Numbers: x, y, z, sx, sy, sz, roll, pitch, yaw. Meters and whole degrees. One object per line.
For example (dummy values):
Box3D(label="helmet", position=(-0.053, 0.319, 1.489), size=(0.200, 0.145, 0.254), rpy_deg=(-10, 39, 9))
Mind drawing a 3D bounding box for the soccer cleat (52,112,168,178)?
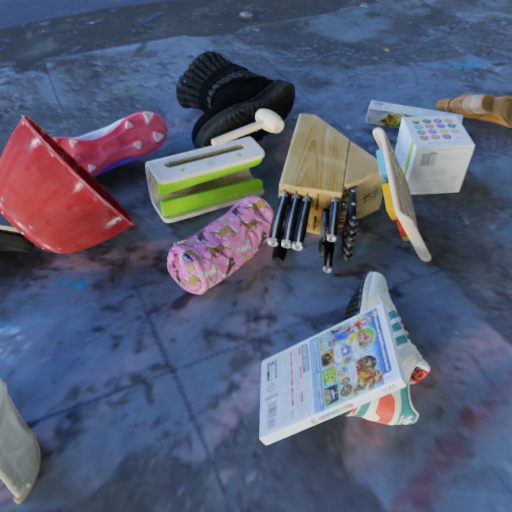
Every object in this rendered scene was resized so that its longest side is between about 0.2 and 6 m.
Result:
Box3D(label="soccer cleat", position=(-3.473, -2.202, 12.052), size=(3.323, 1.108, 1.270), rpy_deg=(-24, 5, -10))

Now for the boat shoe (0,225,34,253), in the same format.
Box3D(label="boat shoe", position=(-5.367, -0.189, 9.987), size=(2.763, 1.011, 0.866), rpy_deg=(2, 80, -12))

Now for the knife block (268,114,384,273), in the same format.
Box3D(label="knife block", position=(0.867, -1.219, 10.806), size=(2.968, 1.082, 3.381), rpy_deg=(-24, 50, -24))

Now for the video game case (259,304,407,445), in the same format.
Box3D(label="video game case", position=(0.928, 1.551, 7.453), size=(2.012, 0.181, 1.441), rpy_deg=(-30, 27, 19))

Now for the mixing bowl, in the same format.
Box3D(label="mixing bowl", position=(-3.585, -1.006, 9.937), size=(1.441, 2.661, 2.661), rpy_deg=(-45, 55, -3))

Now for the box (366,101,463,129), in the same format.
Box3D(label="box", position=(3.767, -3.275, 13.412), size=(2.203, 0.426, 0.457), rpy_deg=(13, 46, 13))

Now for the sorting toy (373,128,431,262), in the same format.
Box3D(label="sorting toy", position=(2.532, -1.037, 9.954), size=(0.361, 1.831, 1.978), rpy_deg=(-19, 59, 20))

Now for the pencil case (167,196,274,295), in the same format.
Box3D(label="pencil case", position=(-0.556, -0.238, 9.945), size=(0.890, 0.931, 2.151), rpy_deg=(21, 45, 37))

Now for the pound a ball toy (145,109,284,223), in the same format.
Box3D(label="pound a ball toy", position=(-0.838, -1.918, 11.084), size=(2.613, 1.704, 1.110), rpy_deg=(-19, 45, -20))

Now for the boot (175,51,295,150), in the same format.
Box3D(label="boot", position=(-0.998, -3.484, 12.980), size=(2.590, 1.303, 3.464), rpy_deg=(29, 44, 21))

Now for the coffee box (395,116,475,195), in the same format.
Box3D(label="coffee box", position=(3.634, -2.109, 11.667), size=(1.181, 1.183, 1.170), rpy_deg=(-2, 44, -3))

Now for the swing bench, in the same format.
Box3D(label="swing bench", position=(-3.573, 2.149, 7.018), size=(1.579, 1.571, 1.025), rpy_deg=(10, 45, 9))

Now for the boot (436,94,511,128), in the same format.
Box3D(label="boot", position=(5.387, -3.497, 13.561), size=(1.774, 0.680, 1.378), rpy_deg=(0, 10, -31))

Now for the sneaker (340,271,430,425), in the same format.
Box3D(label="sneaker", position=(1.944, 1.384, 8.434), size=(1.207, 0.909, 2.582), rpy_deg=(18, 45, -1))
